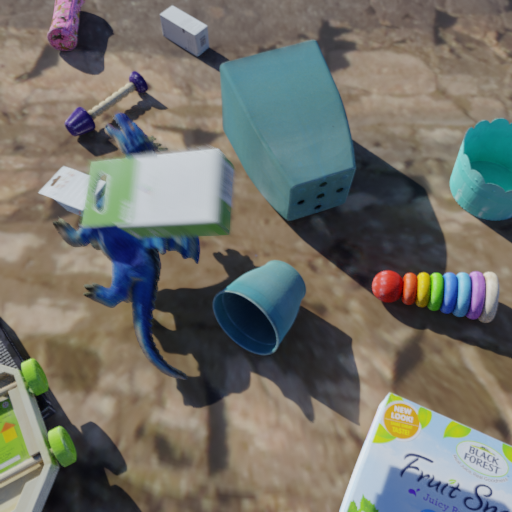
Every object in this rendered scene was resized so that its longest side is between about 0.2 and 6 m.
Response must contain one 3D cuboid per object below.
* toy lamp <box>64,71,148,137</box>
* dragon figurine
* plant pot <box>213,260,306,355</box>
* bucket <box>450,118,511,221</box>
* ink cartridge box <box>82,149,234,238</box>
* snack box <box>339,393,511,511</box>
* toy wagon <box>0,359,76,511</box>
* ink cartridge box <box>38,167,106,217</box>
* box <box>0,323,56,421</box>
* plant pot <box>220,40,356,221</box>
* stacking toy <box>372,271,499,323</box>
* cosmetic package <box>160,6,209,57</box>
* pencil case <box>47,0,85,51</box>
[{"bbox_3d":[-3.051,-3.067,11.351,0.540,0.540,1.856,37,66,19],"label":"toy lamp"},{"bbox_3d":[-1.696,-0.242,8.649,2.055,1.216,4.132,-34,72,14],"label":"dragon figurine"},{"bbox_3d":[0.149,0.723,8.896,1.242,1.242,1.167,33,51,17],"label":"plant pot"},{"bbox_3d":[4.393,-1.527,10.148,1.683,1.095,1.683,0,61,0],"label":"bucket"},{"bbox_3d":[-1.050,-0.639,6.064,1.551,0.460,0.805,-2,74,17],"label":"ink cartridge box"},{"bbox_3d":[2.605,3.500,7.404,2.776,0.939,2.341,24,64,12],"label":"snack box"},{"bbox_3d":[-4.087,2.385,7.763,2.511,0.640,3.236,-26,66,-14],"label":"toy wagon"},{"bbox_3d":[-2.726,-0.963,8.385,0.794,0.199,0.644,20,56,14],"label":"ink cartridge box"},{"bbox_3d":[-4.385,1.975,8.563,1.662,0.420,2.325,-35,66,-16],"label":"box"},{"bbox_3d":[0.662,-2.116,10.107,1.840,1.841,2.605,-18,65,-10],"label":"plant pot"},{"bbox_3d":[2.898,0.564,9.219,1.933,0.825,0.825,7,61,10],"label":"stacking toy"},{"bbox_3d":[-1.578,-4.964,12.362,1.074,0.606,0.436,34,65,19],"label":"cosmetic package"},{"bbox_3d":[-4.224,-5.312,12.495,0.658,0.688,1.589,-1,63,2],"label":"pencil case"}]
